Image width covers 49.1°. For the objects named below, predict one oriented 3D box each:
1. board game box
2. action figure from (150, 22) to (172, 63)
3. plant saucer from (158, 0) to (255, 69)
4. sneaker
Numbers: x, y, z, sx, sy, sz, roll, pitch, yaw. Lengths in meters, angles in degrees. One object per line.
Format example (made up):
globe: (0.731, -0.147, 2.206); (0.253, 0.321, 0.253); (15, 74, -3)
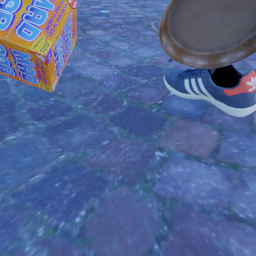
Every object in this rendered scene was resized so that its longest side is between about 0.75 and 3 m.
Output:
board game box: (-2.514, -2.379, 7.158); (1.855, 1.854, 1.856); (20, 69, -3)
action figure: (1.997, -3.083, 8.032); (2.564, 1.386, 2.651); (-26, 33, -6)
plant saucer: (0.977, -1.145, 3.012); (1.306, 1.306, 0.209); (0, 62, 0)
sneaker: (1.125, -0.746, 3.991); (0.590, 0.666, 1.575); (-38, 42, -25)
